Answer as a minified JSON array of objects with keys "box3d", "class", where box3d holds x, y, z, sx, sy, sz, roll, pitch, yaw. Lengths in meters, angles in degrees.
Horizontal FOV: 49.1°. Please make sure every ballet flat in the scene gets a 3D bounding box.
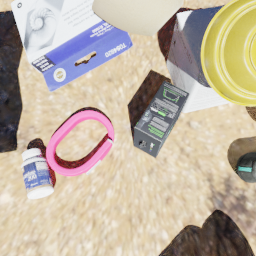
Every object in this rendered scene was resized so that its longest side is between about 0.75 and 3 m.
[{"box3d":[3.951,0.878,6.408,2.809,0.961,0.955,-9,86,-3],"class":"ballet flat"}]

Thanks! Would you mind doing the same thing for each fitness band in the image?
[{"box3d":[-1.166,0.377,6.973,1.325,0.345,1.844,37,71,14],"class":"fitness band"}]

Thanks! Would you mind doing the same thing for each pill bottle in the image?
[{"box3d":[-2.143,1.053,6.546,0.598,0.598,1.078,-18,68,-8],"class":"pill bottle"}]

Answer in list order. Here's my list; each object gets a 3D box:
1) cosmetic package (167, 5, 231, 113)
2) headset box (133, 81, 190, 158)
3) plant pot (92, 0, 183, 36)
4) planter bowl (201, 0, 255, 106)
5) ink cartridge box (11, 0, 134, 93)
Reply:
[{"box3d":[2.053,-1.647,6.913,1.660,1.996,1.670,-12,68,-5],"class":"cosmetic package"},{"box3d":[0.734,-0.118,6.669,0.685,1.285,1.476,29,71,11],"class":"headset box"},{"box3d":[0.358,-2.612,5.623,1.256,1.871,1.871,44,72,-10],"class":"plant pot"},{"box3d":[2.214,-1.236,4.468,1.912,0.796,1.912,0,103,0],"class":"planter bowl"},{"box3d":[-1.565,-2.748,7.357,2.753,0.560,2.758,-26,78,16],"class":"ink cartridge box"}]
